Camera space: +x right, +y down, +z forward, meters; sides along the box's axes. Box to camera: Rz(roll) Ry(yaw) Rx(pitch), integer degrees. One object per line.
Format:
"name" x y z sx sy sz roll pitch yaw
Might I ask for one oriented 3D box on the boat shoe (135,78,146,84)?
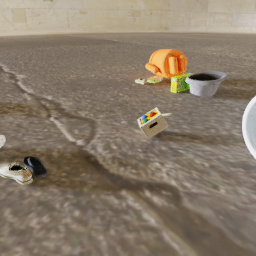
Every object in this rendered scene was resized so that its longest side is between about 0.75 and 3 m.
"boat shoe" 0.652 -2.471 14.505 0.272 0.289 0.759 -33 35 -31

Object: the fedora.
"fedora" 3.508 -1.943 12.644 1.870 0.844 1.654 -20 29 -29

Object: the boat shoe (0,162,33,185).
"boat shoe" -2.653 0.980 6.548 1.051 0.360 0.393 12 26 26

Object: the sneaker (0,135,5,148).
"sneaker" -4.332 0.391 7.714 1.915 0.713 0.834 9 13 3

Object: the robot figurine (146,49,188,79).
"robot figurine" 2.069 -3.440 14.933 1.517 1.871 2.601 39 -1 -26

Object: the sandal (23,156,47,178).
"sandal" -2.274 0.898 6.916 0.385 0.217 1.013 -18 30 -36

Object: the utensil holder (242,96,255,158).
"utensil holder" 4.514 -0.111 7.082 2.349 1.996 1.996 -10 25 -26

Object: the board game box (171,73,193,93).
"board game box" 2.615 -2.161 13.331 1.369 0.695 0.326 -20 30 -38

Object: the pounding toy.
"pounding toy" 0.846 -0.344 8.759 1.045 0.544 1.190 -33 20 7

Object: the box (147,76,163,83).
"box" 1.418 -2.566 14.888 0.513 0.211 0.874 19 27 35
